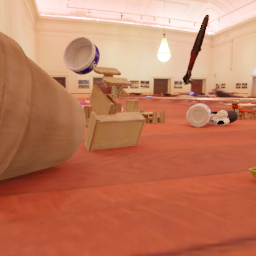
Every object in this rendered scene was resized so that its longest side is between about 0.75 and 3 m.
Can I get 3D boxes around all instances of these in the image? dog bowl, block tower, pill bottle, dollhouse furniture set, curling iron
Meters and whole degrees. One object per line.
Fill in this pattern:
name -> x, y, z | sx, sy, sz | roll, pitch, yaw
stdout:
dog bowl -> -1.496, -2.317, 9.032 | 1.145, 1.145, 0.451 | 4, -11, 25
block tower -> -1.385, -0.899, 15.126 | 0.782, 0.837, 2.894 | 3, 11, 19
pill bottle -> 3.175, -0.599, 12.443 | 0.961, 0.961, 1.715 | 3, 8, 18
dollhouse furniture set -> 0.730, -0.816, 13.428 | 1.646, 1.093, 1.443 | -7, 11, -40
curling iron -> 2.499, -2.704, 10.144 | 0.358, 2.803, 0.695 | 1, 44, -9
dollhouse furniture set -> 6.271, -0.944, 15.327 | 1.564, 0.806, 1.547 | -2, 8, -15
dollhouse furniture set -> -0.783, -0.457, 8.181 | 1.504, 1.984, 2.264 | -4, 36, -33

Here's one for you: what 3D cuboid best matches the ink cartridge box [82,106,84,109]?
ink cartridge box -> -3.319, -0.976, 16.103 | 1.526, 0.643, 1.114 | 6, 10, 35

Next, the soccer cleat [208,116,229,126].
soccer cleat -> 3.943, -0.286, 12.404 | 0.464, 0.374, 1.090 | -31, 22, -37

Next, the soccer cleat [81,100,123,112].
soccer cleat -> -1.671, -1.222, 16.980 | 2.788, 0.951, 1.020 | 2, 9, -8

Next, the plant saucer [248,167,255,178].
plant saucer -> 2.755, 0.868, 4.847 | 0.913, 0.219, 0.914 | -4, 9, -26

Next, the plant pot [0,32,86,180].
plant pot -> -2.135, -0.156, 5.205 | 2.699, 2.699, 2.342 | 5, -8, 33

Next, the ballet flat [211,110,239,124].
ballet flat -> 4.195, -0.516, 12.902 | 0.680, 0.680, 1.861 | -4, 3, -24
